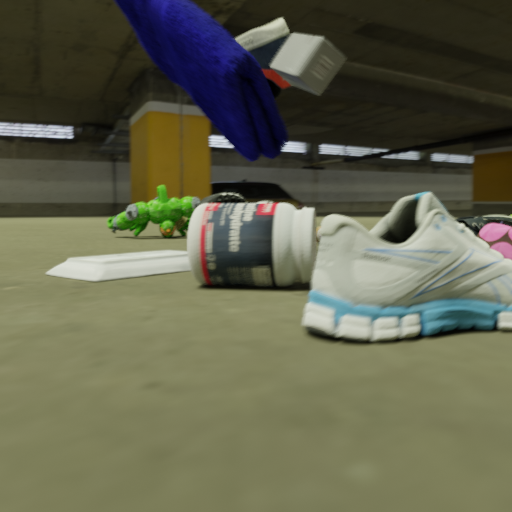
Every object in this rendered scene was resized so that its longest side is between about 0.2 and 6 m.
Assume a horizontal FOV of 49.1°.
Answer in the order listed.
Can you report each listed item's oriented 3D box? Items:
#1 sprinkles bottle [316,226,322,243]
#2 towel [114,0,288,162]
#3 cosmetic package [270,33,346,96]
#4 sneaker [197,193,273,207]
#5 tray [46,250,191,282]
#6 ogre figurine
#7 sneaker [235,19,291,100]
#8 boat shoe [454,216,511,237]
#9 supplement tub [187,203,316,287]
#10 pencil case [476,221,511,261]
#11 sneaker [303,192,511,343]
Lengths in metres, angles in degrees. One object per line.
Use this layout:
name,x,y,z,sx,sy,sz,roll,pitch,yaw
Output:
sprinkles bottle,1.750,-0.474,13.408,0.457,0.457,1.338,-1,5,-8
towel,-0.935,-2.899,8.417,3.201,0.793,2.363,47,-1,26
cosmetic package,0.803,-3.123,9.077,0.612,0.725,1.358,30,10,-29
sneaker,-0.810,-1.054,16.044,1.727,1.268,3.816,0,1,29
tray,-1.705,0.108,8.069,1.212,0.250,2.258,3,6,39
ogre figurine,-2.821,-1.252,16.659,3.066,1.504,1.838,11,-9,-12
sneaker,-0.260,-3.647,11.314,1.184,1.334,3.157,-31,19,-20
boat shoe,3.750,-0.323,10.019,2.052,0.767,0.681,1,6,23
supplement tub,-0.021,-0.126,6.489,1.384,0.972,0.972,1,5,10
pencil case,3.727,-0.040,7.169,0.827,0.801,1.765,32,-11,-30
sneaker,1.515,0.042,4.366,2.434,1.055,0.912,-1,4,-27
